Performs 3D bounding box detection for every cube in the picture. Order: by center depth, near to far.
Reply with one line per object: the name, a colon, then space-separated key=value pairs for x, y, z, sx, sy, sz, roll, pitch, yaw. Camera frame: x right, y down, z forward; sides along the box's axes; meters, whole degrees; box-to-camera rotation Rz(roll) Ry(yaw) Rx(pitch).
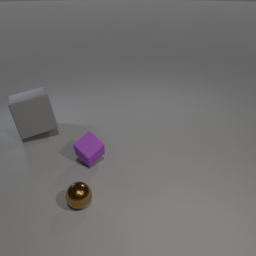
cube: x=-1.233 y=0.679 z=8.958 sx=0.700 sy=0.700 sz=0.700 roll=39 pitch=65 yaw=18
cube: x=-3.644 y=-0.609 z=10.748 sx=1.400 sy=1.400 sz=1.400 roll=-19 pitch=25 yaw=-15

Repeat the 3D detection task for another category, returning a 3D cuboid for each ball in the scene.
ball: x=-1.297 y=1.770 z=7.389 sx=0.700 sy=0.700 sz=0.700 roll=0 pitch=28 yaw=0
